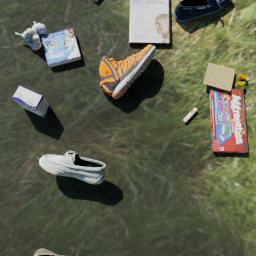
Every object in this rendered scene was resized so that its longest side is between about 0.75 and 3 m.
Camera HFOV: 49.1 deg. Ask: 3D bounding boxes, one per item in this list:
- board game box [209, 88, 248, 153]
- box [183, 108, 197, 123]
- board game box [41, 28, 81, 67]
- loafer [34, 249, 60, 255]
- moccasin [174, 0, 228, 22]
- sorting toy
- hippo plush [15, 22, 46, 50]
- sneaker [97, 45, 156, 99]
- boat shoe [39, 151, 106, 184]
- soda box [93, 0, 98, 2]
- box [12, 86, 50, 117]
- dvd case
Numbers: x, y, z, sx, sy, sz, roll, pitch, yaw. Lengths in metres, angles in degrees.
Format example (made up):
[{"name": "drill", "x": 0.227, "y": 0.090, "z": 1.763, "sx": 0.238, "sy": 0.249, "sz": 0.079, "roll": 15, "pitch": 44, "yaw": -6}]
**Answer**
[{"name": "board game box", "x": 4.155, "y": -0.336, "z": 11.635, "sx": 1.398, "sy": 0.264, "sz": 2.716, "roll": 2, "pitch": 75, "yaw": -1}, {"name": "box", "x": 2.599, "y": -0.534, "z": 11.737, "sx": 0.151, "sy": 0.162, "sz": 0.781, "roll": 43, "pitch": 80, "yaw": 12}, {"name": "board game box", "x": -2.954, "y": -3.563, "z": 12.412, "sx": 1.461, "sy": 0.317, "sz": 1.454, "roll": -16, "pitch": 77, "yaw": -3}, {"name": "loafer", "x": -2.475, "y": 4.928, "z": 9.980, "sx": 2.055, "sy": 0.716, "sz": 0.773, "roll": 14, "pitch": 75, "yaw": 4}, {"name": "moccasin", "x": 3.509, "y": -5.711, "z": 12.688, "sx": 2.913, "sy": 0.993, "sz": 1.172, "roll": -30, "pitch": 77, "yaw": -8}, {"name": "sorting toy", "x": 4.186, "y": -2.100, "z": 12.049, "sx": 1.712, "sy": 0.229, "sz": 1.276, "roll": 17, "pitch": 63, "yaw": 6}, {"name": "hippo plush", "x": -4.078, "y": -4.113, "z": 12.455, "sx": 1.235, "sy": 0.984, "sz": 0.993, "roll": 7, "pitch": 48, "yaw": 41}, {"name": "sneaker", "x": -0.191, "y": -2.748, "z": 11.840, "sx": 1.610, "sy": 1.115, "sz": 2.875, "roll": 40, "pitch": 78, "yaw": 8}, {"name": "boat shoe", "x": -2.012, "y": 1.293, "z": 10.398, "sx": 2.535, "sy": 0.884, "sz": 0.903, "roll": 15, "pitch": 115, "yaw": 2}, {"name": "soda box", "x": -1.385, "y": -6.389, "z": 13.251, "sx": 0.286, "sy": 0.266, "sz": 0.839, "roll": 33, "pitch": 77, "yaw": 8}, {"name": "box", "x": -3.883, "y": -1.057, "z": 11.353, "sx": 1.069, "sy": 1.162, "sz": 0.610, "roll": 23, "pitch": 76, "yaw": 6}, {"name": "dvd case", "x": 1.013, "y": -4.999, "z": 12.898, "sx": 1.877, "sy": 0.231, "sz": 2.631, "roll": 1, "pitch": 75, "yaw": 0}]
